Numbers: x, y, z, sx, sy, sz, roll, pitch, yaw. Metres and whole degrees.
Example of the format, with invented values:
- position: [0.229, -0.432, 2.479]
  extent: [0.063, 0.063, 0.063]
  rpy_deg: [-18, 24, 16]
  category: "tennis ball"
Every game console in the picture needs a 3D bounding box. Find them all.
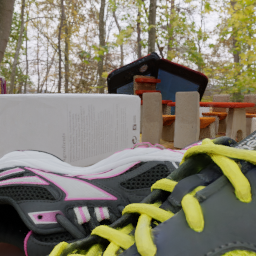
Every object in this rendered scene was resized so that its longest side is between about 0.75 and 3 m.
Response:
- position: [0.709, -0.680, 7.874]
  extent: [2.166, 1.492, 2.513]
  rpy_deg: [-27, -27, -15]
  category: "game console"

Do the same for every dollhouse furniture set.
- position: [1.336, -0.529, 6.433]
  extent: [2.859, 1.473, 2.829]
  rpy_deg: [-5, 8, -43]
  category: "dollhouse furniture set"

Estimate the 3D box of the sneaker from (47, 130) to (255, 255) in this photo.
- position: [0.183, 0.379, 0.835]
  extent: [1.854, 0.784, 0.690]
  rpy_deg: [-2, 5, -15]
  category: "sneaker"

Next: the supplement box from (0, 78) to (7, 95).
- position: [-5.168, -0.820, 8.910]
  extent: [2.398, 1.570, 1.237]
  rpy_deg: [-1, 6, -20]
  category: "supplement box"

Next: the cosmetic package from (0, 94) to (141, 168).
- position: [-1.052, 0.002, 3.739]
  extent: [1.346, 0.980, 2.647]
  rpy_deg: [4, 6, 32]
  category: "cosmetic package"

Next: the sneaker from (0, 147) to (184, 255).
- position: [-0.230, 0.501, 1.508]
  extent: [1.487, 0.597, 0.642]
  rpy_deg: [-4, 20, 15]
  category: "sneaker"

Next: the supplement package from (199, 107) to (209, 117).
- position: [3.660, -0.878, 14.348]
  extent: [0.612, 0.604, 1.009]
  rpy_deg: [-1, 6, -11]
  category: "supplement package"

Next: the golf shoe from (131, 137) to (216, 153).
- position: [0.548, 0.399, 2.711]
  extent: [1.242, 0.451, 0.572]
  rpy_deg: [-5, 18, 14]
  category: "golf shoe"

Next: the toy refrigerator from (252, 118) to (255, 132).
- position: [2.973, 0.100, 4.938]
  extent: [1.394, 0.529, 0.488]
  rpy_deg: [2, 6, 11]
  category: "toy refrigerator"
